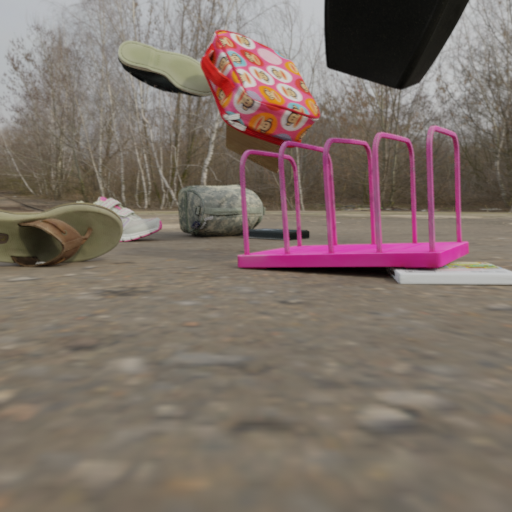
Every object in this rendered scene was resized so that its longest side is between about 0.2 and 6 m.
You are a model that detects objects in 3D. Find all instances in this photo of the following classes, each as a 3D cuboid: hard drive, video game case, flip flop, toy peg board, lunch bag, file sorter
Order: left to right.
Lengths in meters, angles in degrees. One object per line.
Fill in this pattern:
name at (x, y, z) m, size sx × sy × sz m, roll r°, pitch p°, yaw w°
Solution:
flip flop at (-3.238, -0.235, 8.394) m, size 2.578 × 1.045 × 0.742 m, roll -1°, pitch 30°, yaw -36°
lunch bag at (-1.000, -1.247, 15.386) m, size 2.053 × 1.431 × 1.722 m, roll -4°, pitch 5°, yaw -29°
lunch bag at (-0.084, -3.571, 11.722) m, size 2.340 × 2.657 × 1.089 m, roll 9°, pitch -45°, yaw -35°
toy peg board at (0.084, -2.782, 12.942) m, size 1.427 × 0.698 × 1.421 m, roll 28°, pitch -17°, yaw 5°
hard drive at (0.528, -0.569, 14.636) m, size 1.444 × 0.237 × 1.008 m, roll 4°, pitch 7°, yaw 36°
file sorter at (1.425, -0.813, 8.290) m, size 2.911 × 1.826 × 2.023 m, roll -1°, pitch 5°, yaw 30°
video game case at (2.465, 0.221, 7.253) m, size 1.394 × 0.160 × 1.269 m, roll 0°, pitch 6°, yaw 6°

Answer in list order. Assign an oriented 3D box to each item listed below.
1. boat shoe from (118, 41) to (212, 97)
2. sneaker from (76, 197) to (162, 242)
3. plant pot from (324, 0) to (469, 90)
boat shoe at (-2.075, -4.207, 13.061) m, size 2.329 × 0.870 × 0.772 m, roll 13°, pitch -16°, yaw -14°
sneaker at (-3.550, -0.911, 13.807) m, size 2.451 × 1.081 × 0.997 m, roll 0°, pitch 6°, yaw 1°
plant pot at (1.574, -2.769, 6.643) m, size 1.449 × 1.286 × 1.446 m, roll 25°, pitch 30°, yaw 19°
